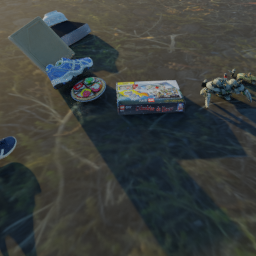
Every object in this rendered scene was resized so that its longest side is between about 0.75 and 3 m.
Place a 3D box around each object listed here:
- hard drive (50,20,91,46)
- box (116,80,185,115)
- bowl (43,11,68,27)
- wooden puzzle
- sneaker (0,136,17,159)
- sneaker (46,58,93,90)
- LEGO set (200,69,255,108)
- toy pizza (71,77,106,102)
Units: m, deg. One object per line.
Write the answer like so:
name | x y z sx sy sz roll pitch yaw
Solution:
hard drive | -3.252 -4.928 14.520 1.756 0.551 2.604 16 41 19
box | 0.718 -1.087 9.726 2.217 0.418 1.514 -3 38 -3
bowl | -4.111 -5.984 15.355 1.476 0.663 1.476 -18 20 7
wooden puzzle | -3.495 -3.332 11.565 0.429 2.130 2.302 -29 24 39
sneaker | -3.582 0.564 7.401 0.507 0.571 1.351 34 53 20
sneaker | -2.155 -2.327 10.678 0.873 0.888 2.306 -23 15 38
LEGO set | 3.637 -1.660 10.146 1.861 0.812 2.865 16 41 20
toy pizza | -1.433 -1.435 10.015 1.298 0.206 1.298 -8 47 8
